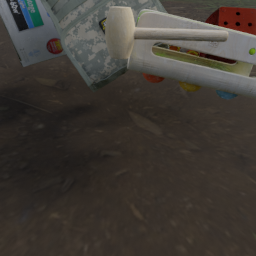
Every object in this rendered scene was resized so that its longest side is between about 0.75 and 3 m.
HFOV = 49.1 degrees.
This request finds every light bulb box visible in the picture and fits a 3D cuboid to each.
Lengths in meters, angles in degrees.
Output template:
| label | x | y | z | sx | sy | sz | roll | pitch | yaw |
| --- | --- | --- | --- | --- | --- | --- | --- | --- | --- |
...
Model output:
| label | x | y | z | sx | sy | sz | roll | pitch | yaw |
| --- | --- | --- | --- | --- | --- | --- | --- | --- | --- |
| light bulb box | -2.930 | -3.485 | 8.256 | 1.481 | 2.352 | 2.372 | -19 | 43 | -8 |

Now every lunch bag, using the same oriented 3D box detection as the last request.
| label | x | y | z | sx | sy | sz | roll | pitch | yaw |
| --- | --- | --- | --- | --- | --- | --- | --- | --- | --- |
| lunch bag | -0.459 | -2.346 | 6.261 | 2.179 | 1.562 | 2.657 | -32 | 64 | 3 |

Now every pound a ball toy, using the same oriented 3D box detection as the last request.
| label | x | y | z | sx | sy | sz | roll | pitch | yaw |
| --- | --- | --- | --- | --- | --- | --- | --- | --- | --- |
| pound a ball toy | 0.965 | -1.047 | 4.348 | 2.666 | 1.132 | 1.738 | 11 | 25 | -4 |

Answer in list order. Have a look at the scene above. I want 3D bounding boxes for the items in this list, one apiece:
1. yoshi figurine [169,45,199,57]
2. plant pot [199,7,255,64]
| label | x | y | z | sx | sy | sz | roll | pitch | yaw |
| --- | --- | --- | --- | --- | --- | --- | --- | --- | --- |
| yoshi figurine | 1.598 | -2.436 | 8.848 | 1.373 | 1.378 | 2.452 | -9 | 30 | 21 |
| plant pot | 2.733 | -2.409 | 7.432 | 1.391 | 1.225 | 1.389 | 6 | 78 | 4 |
